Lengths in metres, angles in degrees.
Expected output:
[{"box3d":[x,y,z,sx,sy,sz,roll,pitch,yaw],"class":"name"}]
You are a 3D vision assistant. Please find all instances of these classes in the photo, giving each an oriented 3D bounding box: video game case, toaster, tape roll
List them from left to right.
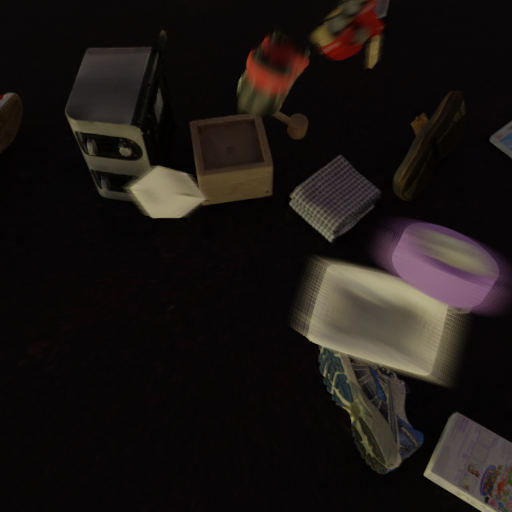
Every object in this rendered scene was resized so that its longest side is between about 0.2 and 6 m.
[{"box3d":[-2.573,-2.732,11.337,1.565,2.385,2.638,4,60,3],"class":"toaster"},{"box3d":[2.560,0.100,7.621,1.338,0.439,1.338,13,32,-8],"class":"tape roll"},{"box3d":[6.209,-2.522,12.118,1.466,0.178,1.611,-37,56,2],"class":"video game case"}]

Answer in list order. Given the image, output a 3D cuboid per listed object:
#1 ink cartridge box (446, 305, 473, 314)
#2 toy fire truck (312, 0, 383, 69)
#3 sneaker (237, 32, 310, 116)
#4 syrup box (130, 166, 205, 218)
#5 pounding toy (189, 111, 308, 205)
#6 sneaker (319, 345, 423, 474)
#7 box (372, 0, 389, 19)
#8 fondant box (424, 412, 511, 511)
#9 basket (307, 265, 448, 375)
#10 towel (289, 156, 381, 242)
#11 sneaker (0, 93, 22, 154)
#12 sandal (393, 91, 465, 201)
[{"box3d":[3.603,0.780,10.475,0.738,0.316,0.545,-3,59,0],"class":"ink cartridge box"},{"box3d":[1.796,-3.892,10.067,1.330,0.856,1.171,43,78,-19],"class":"toy fire truck"},{"box3d":[0.224,-2.709,8.476,0.742,1.025,2.099,30,35,-2],"class":"sneaker"},{"box3d":[-1.269,-0.916,8.280,0.550,1.351,0.532,-37,88,9],"class":"syrup box"},{"box3d":[-0.118,-2.318,11.841,2.418,1.106,2.124,-9,60,-5],"class":"pounding toy"},{"box3d":[1.900,2.223,9.383,1.089,0.985,2.556,-15,68,-20],"class":"sneaker"},{"box3d":[2.863,-6.528,14.591,1.057,0.658,0.515,-21,62,-12],"class":"box"},{"box3d":[3.614,3.384,8.859,1.538,0.448,1.109,28,63,17],"class":"fondant box"},{"box3d":[1.822,0.959,8.119,1.765,1.089,1.196,14,80,26],"class":"basket"},{"box3d":[1.640,-1.212,11.446,1.562,0.669,1.294,-39,68,-21],"class":"towel"},{"box3d":[-6.280,-2.584,12.085,1.535,0.972,2.730,16,63,5],"class":"sneaker"},{"box3d":[3.637,-2.449,12.079,0.837,1.253,3.067,22,67,37],"class":"sandal"}]
